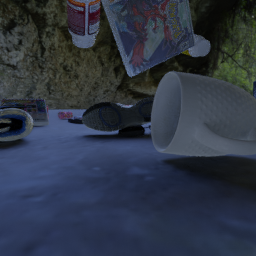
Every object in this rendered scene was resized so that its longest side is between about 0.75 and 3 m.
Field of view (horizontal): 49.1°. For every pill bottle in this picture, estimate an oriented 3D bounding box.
[{"bbox_3d":[-1.387,-3.461,8.750,1.005,1.005,1.779,-1,-37,-10],"label":"pill bottle"},{"bbox_3d":[2.471,-3.176,10.737,0.796,0.796,1.415,-2,25,-25],"label":"pill bottle"}]

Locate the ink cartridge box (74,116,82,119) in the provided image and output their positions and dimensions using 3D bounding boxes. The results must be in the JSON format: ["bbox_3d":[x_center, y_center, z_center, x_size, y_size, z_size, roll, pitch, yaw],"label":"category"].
[{"bbox_3d":[-2.127,-0.449,13.239,0.602,0.212,1.009,-3,4,-40],"label":"ink cartridge box"}]

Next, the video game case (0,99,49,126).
[{"bbox_3d":[-3.713,-0.577,10.041,1.559,0.185,1.419,-2,42,-23],"label":"video game case"}]

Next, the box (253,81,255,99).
[{"bbox_3d":[5.332,-0.783,8.520,2.214,1.597,2.983,1,5,9],"label":"box"}]

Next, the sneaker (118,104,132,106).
[{"bbox_3d":[0.073,-0.865,14.489,1.292,0.805,2.410,0,1,38],"label":"sneaker"}]

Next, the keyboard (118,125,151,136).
[{"bbox_3d":[0.282,0.056,7.219,1.054,0.171,1.659,-6,6,0],"label":"keyboard"}]

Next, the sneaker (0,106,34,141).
[{"bbox_3d":[-2.909,-0.139,5.556,1.976,0.796,1.447,4,-2,-26],"label":"sneaker"}]

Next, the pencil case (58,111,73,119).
[{"bbox_3d":[-3.286,-0.665,14.724,0.421,0.421,0.963,2,4,18],"label":"pencil case"}]

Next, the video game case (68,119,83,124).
[{"bbox_3d":[-1.668,-0.305,11.619,1.191,0.168,1.318,-4,5,-37],"label":"video game case"}]

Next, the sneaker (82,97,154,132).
[{"bbox_3d":[-0.131,-0.252,7.333,2.125,0.792,0.925,-5,-11,-9],"label":"sneaker"}]

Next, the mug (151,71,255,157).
[{"bbox_3d":[1.145,-0.066,3.714,1.312,1.104,1.496,7,22,-13],"label":"mug"}]

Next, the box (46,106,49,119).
[{"bbox_3d":[-3.706,-0.548,11.295,0.749,0.691,1.459,-2,5,-27],"label":"box"}]

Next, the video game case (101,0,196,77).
[{"bbox_3d":[0.591,-2.589,6.824,2.005,2.201,0.253,-27,41,-5],"label":"video game case"}]
